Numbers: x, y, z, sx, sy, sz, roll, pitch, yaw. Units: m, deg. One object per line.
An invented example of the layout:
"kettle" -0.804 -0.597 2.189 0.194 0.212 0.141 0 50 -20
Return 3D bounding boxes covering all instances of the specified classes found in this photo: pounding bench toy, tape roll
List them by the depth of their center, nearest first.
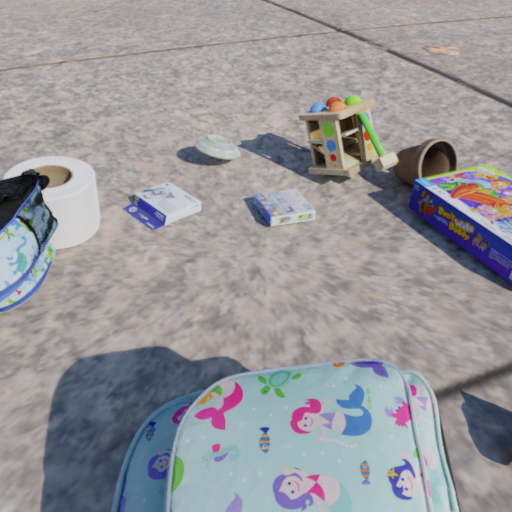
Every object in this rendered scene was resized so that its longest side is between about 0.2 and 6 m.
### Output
"tape roll" -3.717 -0.999 10.277 1.576 1.082 1.576 3 38 -2
"pounding bench toy" 1.987 -2.511 11.463 1.144 1.436 1.841 -30 28 -34

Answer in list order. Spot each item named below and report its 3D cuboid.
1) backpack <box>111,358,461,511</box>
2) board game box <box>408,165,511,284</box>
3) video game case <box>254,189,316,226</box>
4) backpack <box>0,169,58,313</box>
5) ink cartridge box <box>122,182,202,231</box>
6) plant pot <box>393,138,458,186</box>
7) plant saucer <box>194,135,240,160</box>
"backpack" 0.221 2.322 4.868 2.999 2.258 2.662 -8 49 11
"board game box" 4.469 -0.646 10.163 1.916 0.638 2.850 -14 39 -24
"video game case" 0.540 -0.957 10.970 0.919 0.230 1.014 -8 34 -17
"backpack" -4.199 -0.023 8.448 2.061 1.655 2.253 -8 33 9
"ink cartridge box" -1.882 -1.015 11.104 1.164 0.236 1.162 -29 45 -34
"plant pot" 3.423 -1.860 11.655 1.163 1.163 1.015 -22 21 -27
"plant saucer" -0.847 -2.483 12.529 1.071 0.269 1.071 13 28 -7
